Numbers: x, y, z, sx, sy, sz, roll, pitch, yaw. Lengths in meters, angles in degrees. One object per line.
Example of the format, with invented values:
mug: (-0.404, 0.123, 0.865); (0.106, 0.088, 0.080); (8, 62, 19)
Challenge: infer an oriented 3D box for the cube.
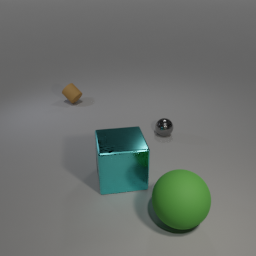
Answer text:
cube: (-0.207, 0.918, 8.287); (1.400, 1.400, 1.400); (-5, 29, -9)

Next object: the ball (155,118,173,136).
ball: (1.396, -0.031, 10.776); (0.700, 0.700, 0.700); (0, 28, 0)

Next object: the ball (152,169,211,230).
ball: (1.274, 1.701, 6.744); (1.400, 1.400, 1.400); (0, 28, 0)

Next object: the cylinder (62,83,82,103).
cylinder: (-2.668, -1.660, 13.385); (0.700, 0.700, 0.700); (45, 40, 3)
